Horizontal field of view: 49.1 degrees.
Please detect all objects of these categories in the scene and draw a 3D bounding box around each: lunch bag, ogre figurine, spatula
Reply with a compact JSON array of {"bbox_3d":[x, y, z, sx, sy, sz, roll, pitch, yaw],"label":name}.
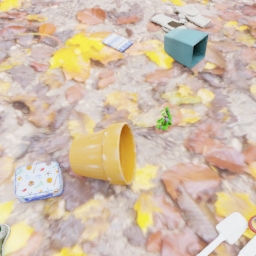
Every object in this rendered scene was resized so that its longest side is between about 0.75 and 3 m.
[{"bbox_3d":[-2.847,1.737,8.886,1.505,0.569,1.206,-11,55,-9],"label":"lunch bag"},{"bbox_3d":[1.367,-0.272,10.376,0.452,0.552,0.921,-13,49,32],"label":"ogre figurine"},{"bbox_3d":[2.756,3.743,7.589,2.737,0.220,1.903,-31,64,-21],"label":"spatula"}]

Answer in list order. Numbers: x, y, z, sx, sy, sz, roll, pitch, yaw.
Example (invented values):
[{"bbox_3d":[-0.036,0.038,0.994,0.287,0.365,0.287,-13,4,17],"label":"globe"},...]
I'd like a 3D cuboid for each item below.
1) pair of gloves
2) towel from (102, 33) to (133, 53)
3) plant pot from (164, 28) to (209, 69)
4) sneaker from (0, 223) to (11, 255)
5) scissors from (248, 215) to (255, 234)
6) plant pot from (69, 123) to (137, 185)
[{"bbox_3d":[2.825,-5.763,14.754,2.582,0.453,2.196,-28,57,-21],"label":"pair of gloves"},{"bbox_3d":[-0.511,-4.181,13.719,1.315,0.156,0.966,29,56,19],"label":"towel"},{"bbox_3d":[2.538,-3.786,12.782,1.722,1.217,1.216,33,59,28],"label":"plant pot"},{"bbox_3d":[-3.682,3.222,7.713,0.500,0.576,1.300,0,52,0],"label":"sneaker"},{"bbox_3d":[4.358,2.379,8.659,0.923,0.176,2.523,29,50,11],"label":"scissors"},{"bbox_3d":[-0.811,0.858,8.903,1.751,1.912,1.912,-5,51,16],"label":"plant pot"}]
